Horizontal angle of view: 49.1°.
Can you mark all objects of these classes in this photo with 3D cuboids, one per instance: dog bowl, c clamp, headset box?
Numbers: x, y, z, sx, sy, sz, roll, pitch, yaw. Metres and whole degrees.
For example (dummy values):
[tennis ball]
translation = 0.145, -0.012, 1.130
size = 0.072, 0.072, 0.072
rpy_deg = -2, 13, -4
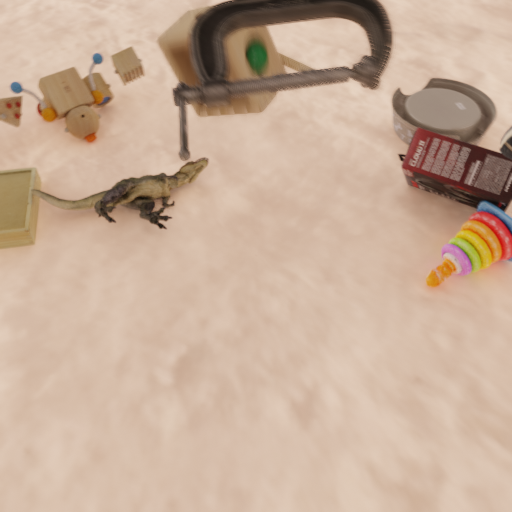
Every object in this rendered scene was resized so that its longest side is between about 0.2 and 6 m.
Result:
[dog bowl]
translation = 3.838, -2.893, 11.680
size = 2.123, 0.623, 2.123
rpy_deg = 0, 49, 0
[c clamp]
translation = 0.282, -1.918, 5.593
size = 2.407, 0.326, 2.056
rpy_deg = -13, 59, -3
[headset box]
translation = 3.463, -1.452, 9.721
size = 2.031, 1.511, 0.784
rpy_deg = 22, 93, 19

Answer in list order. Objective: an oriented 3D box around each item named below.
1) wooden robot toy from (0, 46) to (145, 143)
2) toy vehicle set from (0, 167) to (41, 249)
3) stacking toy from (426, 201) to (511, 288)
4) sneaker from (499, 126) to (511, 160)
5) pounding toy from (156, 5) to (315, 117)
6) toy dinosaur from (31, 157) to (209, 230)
[wooden robot toy]
translation = -3.677, -3.050, 11.736
size = 3.312, 1.459, 1.503
rpy_deg = -31, 90, -25
[toy vehicle set]
translation = -5.317, -0.751, 9.914
size = 2.772, 0.367, 1.722
rpy_deg = -7, 48, -6
[stacking toy]
translation = 3.385, -0.014, 9.065
size = 1.689, 0.980, 0.927
rpy_deg = -34, 53, -10
[sneaker]
translation = 3.645, -1.788, 6.590
size = 0.679, 1.749, 0.755
rpy_deg = 27, 50, -17
[pounding toy]
translation = -0.211, -3.023, 8.631
size = 1.767, 1.626, 1.256
rpy_deg = 7, 51, 38
[toy dinosaur]
translation = -2.272, -1.024, 9.899
size = 3.202, 0.760, 1.411
rpy_deg = -12, 35, -14
